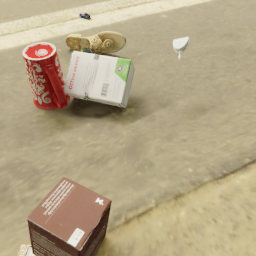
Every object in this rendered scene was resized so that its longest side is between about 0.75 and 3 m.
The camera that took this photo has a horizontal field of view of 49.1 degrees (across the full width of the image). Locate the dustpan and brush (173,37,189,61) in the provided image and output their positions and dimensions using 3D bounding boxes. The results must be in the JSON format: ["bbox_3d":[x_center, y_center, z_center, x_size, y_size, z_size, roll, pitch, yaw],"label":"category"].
[{"bbox_3d":[1.807,-2.730,9.718,0.598,0.245,0.857,-2,59,32],"label":"dustpan and brush"}]

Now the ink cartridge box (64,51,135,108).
[{"bbox_3d":[-1.037,-1.777,10.318,2.224,0.938,1.624,13,87,11],"label":"ink cartridge box"}]

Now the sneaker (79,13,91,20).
[{"bbox_3d":[-2.380,-6.260,15.515,0.768,0.301,0.289,20,49,18],"label":"sneaker"}]

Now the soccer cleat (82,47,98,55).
[{"bbox_3d":[-1.145,-2.619,11.606,1.002,0.835,2.473,-35,59,1],"label":"soccer cleat"}]

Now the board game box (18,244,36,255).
[{"bbox_3d":[-2.224,3.138,6.675,0.823,0.191,0.623,4,47,3],"label":"board game box"}]

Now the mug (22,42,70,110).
[{"bbox_3d":[-2.755,-1.813,10.062,1.857,2.092,1.396,19,49,19],"label":"mug"}]

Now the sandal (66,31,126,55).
[{"bbox_3d":[-1.586,-3.627,12.572,2.936,1.077,0.966,7,49,18],"label":"sandal"}]

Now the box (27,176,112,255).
[{"bbox_3d":[-1.296,2.274,6.372,1.311,1.596,1.324,24,42,15],"label":"box"}]
